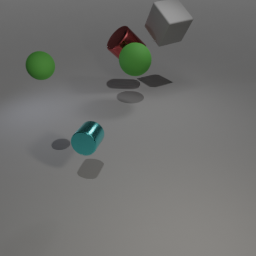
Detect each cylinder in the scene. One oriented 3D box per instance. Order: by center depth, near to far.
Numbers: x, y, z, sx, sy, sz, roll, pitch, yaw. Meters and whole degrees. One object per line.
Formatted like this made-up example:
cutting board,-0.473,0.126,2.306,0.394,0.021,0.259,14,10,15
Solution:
cylinder,-1.057,0.265,7.419,0.700,0.700,0.700,7,27,12
cylinder,-0.061,-3.930,13.547,1.400,1.400,1.400,34,8,-36

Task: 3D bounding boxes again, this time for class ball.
ball,-2.165,-1.542,6.933,0.700,0.700,0.700,0,29,0
ball,0.308,-2.930,12.003,1.400,1.400,1.400,0,29,0

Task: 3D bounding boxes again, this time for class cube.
cube,1.854,-4.867,12.936,1.400,1.400,1.400,-21,70,-26
